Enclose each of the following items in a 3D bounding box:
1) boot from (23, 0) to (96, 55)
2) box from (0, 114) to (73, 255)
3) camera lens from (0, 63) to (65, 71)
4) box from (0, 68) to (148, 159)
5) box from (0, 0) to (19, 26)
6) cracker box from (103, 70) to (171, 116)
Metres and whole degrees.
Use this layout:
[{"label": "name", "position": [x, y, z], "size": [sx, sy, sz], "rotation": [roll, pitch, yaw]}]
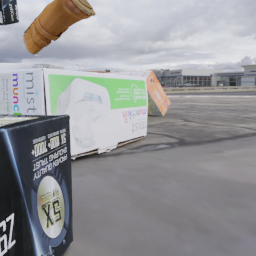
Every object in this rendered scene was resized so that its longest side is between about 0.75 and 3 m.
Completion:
[{"label": "boot", "position": [-1.747, -2.466, 6.663], "size": [1.847, 0.880, 2.388], "rotation": [-40, 24, 6]}, {"label": "box", "position": [-1.495, 0.423, 1.150], "size": [2.057, 0.886, 1.684], "rotation": [1, 8, 9]}, {"label": "camera lens", "position": [-3.093, -1.079, 8.633], "size": [2.242, 1.793, 1.793], "rotation": [-1, 8, -8]}, {"label": "box", "position": [-1.276, -0.297, 5.052], "size": [2.340, 1.282, 2.652], "rotation": [3, 7, 32]}, {"label": "box", "position": [-2.476, -2.602, 5.588], "size": [0.217, 0.998, 0.799], "rotation": [3, 24, 0]}, {"label": "cracker box", "position": [0.169, -1.348, 10.969], "size": [2.575, 0.743, 1.725], "rotation": [8, -33, 42]}]
